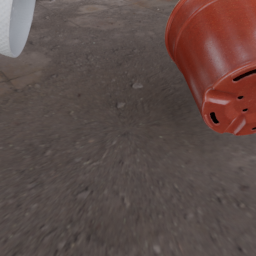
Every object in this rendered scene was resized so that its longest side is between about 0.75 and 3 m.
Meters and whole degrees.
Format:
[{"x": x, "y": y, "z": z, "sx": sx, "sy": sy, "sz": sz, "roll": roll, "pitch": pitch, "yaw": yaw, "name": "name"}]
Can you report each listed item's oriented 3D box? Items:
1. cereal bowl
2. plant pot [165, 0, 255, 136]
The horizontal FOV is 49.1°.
[{"x": -1.570, "y": -1.561, "z": 3.563, "sx": 0.519, "sy": 1.246, "sz": 1.246, "roll": 13, "pitch": 38, "yaw": -11, "name": "cereal bowl"}, {"x": 1.996, "y": -1.230, "z": 5.239, "sx": 2.317, "sy": 2.317, "sz": 2.253, "roll": -2, "pitch": 49, "yaw": -3, "name": "plant pot"}]
